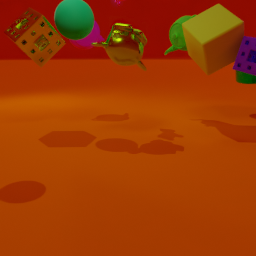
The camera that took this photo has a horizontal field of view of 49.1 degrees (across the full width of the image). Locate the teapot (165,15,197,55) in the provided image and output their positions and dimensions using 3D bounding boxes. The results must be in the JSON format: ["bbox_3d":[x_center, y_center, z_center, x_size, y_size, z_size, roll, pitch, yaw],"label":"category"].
[{"bbox_3d":[1.789,-3.028,9.205,0.874,1.110,1.785,-23,-15,-29],"label":"teapot"}]

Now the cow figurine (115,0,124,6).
[{"bbox_3d":[-0.298,-3.947,8.228,0.950,0.521,0.935,-31,17,-38],"label":"cow figurine"}]

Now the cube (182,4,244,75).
[{"bbox_3d":[2.496,-2.570,8.189,1.237,1.237,1.237,-28,50,3],"label":"cube"}]

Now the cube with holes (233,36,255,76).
[{"bbox_3d":[3.580,-1.880,7.572,0.894,0.894,0.894,-4,25,-43],"label":"cube with holes"}]

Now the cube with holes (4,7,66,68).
[{"bbox_3d":[-2.557,-2.488,7.709,0.985,0.985,0.985,40,-6,41],"label":"cube with holes"}]

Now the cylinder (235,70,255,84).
[{"bbox_3d":[4.448,-2.304,9.846,1.268,1.268,1.268,-8,20,3],"label":"cylinder"}]

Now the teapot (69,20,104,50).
[{"bbox_3d":[-1.591,-3.466,10.199,1.868,1.162,0.915,13,21,-31],"label":"teapot"}]

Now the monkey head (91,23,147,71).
[{"bbox_3d":[-0.143,-2.062,7.079,1.586,0.955,1.141,20,6,-27],"label":"monkey head"}]

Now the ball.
[{"bbox_3d":[-1.381,-2.799,7.230,1.010,1.010,1.010,0,15,0],"label":"ball"}]
